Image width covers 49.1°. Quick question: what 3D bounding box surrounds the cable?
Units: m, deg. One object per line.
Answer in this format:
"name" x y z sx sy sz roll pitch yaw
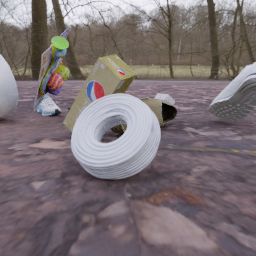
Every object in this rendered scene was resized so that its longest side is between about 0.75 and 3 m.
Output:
"cable" -0.227 0.108 4.978 1.603 0.555 1.603 8 58 29

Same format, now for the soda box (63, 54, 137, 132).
"soda box" -0.742 -0.671 6.782 0.738 2.179 0.697 45 36 10

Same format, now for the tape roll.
"tape roll" -5.004 -1.531 9.713 2.573 2.573 0.900 8 30 34

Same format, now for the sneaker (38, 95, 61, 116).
"sneaker" -3.344 -0.969 11.614 0.687 0.794 1.833 -11 17 -36

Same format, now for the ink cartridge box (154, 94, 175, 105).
"ink cartridge box" 1.579 -1.149 12.510 0.557 0.567 0.770 39 -12 -32

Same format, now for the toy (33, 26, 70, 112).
"toy" -2.366 -1.739 9.249 0.671 2.842 1.636 27 52 -2

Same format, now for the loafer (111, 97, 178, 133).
"loafer" 0.546 -0.467 8.425 0.945 1.065 2.801 3 14 39

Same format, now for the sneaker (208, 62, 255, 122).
"sneaker" 3.625 -1.154 8.949 1.105 1.165 2.894 26 -24 -6

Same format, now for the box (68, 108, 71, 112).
"box" -1.192 -0.581 10.548 1.771 0.407 1.408 -6 10 -29
